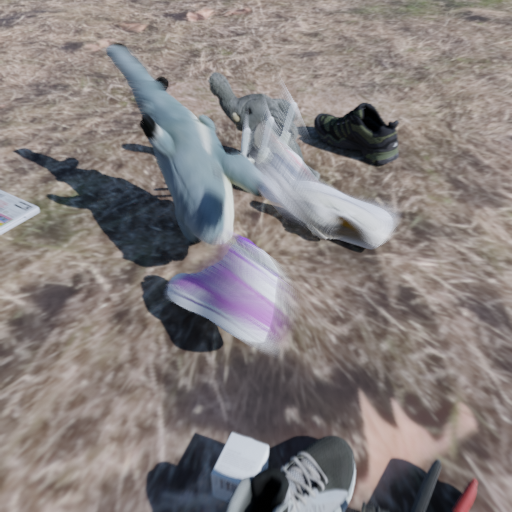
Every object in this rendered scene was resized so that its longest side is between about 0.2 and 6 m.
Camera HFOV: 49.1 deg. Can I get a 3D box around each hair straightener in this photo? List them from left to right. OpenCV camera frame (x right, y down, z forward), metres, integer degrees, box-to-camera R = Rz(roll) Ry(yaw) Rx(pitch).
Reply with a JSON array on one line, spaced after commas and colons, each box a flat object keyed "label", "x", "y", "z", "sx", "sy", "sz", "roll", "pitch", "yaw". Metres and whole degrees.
[{"label": "hair straightener", "x": 1.490, "y": 3.263, "z": 6.228, "sx": 0.997, "sy": 0.530, "sz": 2.591, "roll": 26, "pitch": 49, "yaw": 30}]

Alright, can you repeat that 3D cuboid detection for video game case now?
[{"label": "video game case", "x": -5.640, "y": -0.880, "z": 11.782, "sx": 1.559, "sy": 0.172, "sz": 1.419, "roll": 22, "pitch": 43, "yaw": 25}]

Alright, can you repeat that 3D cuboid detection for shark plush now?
[{"label": "shark plush", "x": -1.350, "y": -2.171, "z": 10.088, "sx": 1.955, "sy": 4.303, "sz": 1.792, "roll": -22, "pitch": -6, "yaw": 22}]

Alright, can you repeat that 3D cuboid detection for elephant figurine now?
[{"label": "elephant figurine", "x": 0.207, "y": -2.778, "z": 12.339, "sx": 1.930, "sy": 2.488, "sz": 1.761, "roll": -26, "pitch": 44, "yaw": -29}]

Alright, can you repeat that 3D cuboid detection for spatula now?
[{"label": "spatula", "x": 0.158, "y": -2.150, "z": 10.743, "sx": 1.384, "sy": 1.990, "sz": 0.160, "roll": -30, "pitch": 81, "yaw": -11}]

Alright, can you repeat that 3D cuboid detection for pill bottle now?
[{"label": "pill bottle", "x": 0.340, "y": -1.124, "z": 7.926, "sx": 0.406, "sy": 0.406, "sz": 0.679, "roll": 20, "pitch": 73, "yaw": 24}]

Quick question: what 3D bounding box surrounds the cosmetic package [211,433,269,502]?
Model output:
[{"label": "cosmetic package", "x": -0.191, "y": 2.644, "z": 6.899, "sx": 0.519, "sy": 0.520, "sz": 0.630, "roll": 15, "pitch": 40, "yaw": 17}]

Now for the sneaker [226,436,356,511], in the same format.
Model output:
[{"label": "sneaker", "x": 0.428, "y": 2.629, "z": 6.232, "sx": 0.879, "sy": 1.352, "sz": 2.342, "roll": 26, "pitch": 45, "yaw": 30}]

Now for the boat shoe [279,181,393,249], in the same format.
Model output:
[{"label": "boat shoe", "x": 1.417, "y": -0.750, "z": 11.094, "sx": 2.431, "sy": 0.862, "sz": 0.849, "roll": 23, "pitch": 51, "yaw": 20}]

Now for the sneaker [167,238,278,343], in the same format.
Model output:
[{"label": "sneaker", "x": -0.478, "y": 0.326, "z": 8.748, "sx": 0.869, "sy": 1.367, "sz": 2.397, "roll": 8, "pitch": 7, "yaw": -42}]

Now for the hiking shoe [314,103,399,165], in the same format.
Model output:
[{"label": "hiking shoe", "x": 2.531, "y": -3.298, "z": 13.992, "sx": 0.981, "sy": 1.304, "sz": 2.590, "roll": -30, "pitch": 47, "yaw": -33}]
